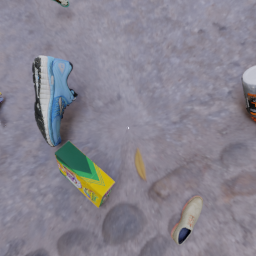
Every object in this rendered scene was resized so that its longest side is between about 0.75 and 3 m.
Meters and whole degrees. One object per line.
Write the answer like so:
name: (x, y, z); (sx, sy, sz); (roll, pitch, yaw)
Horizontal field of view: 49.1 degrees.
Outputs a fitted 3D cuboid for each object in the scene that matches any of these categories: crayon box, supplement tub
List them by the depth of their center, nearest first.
crayon box: (-1.122, 1.263, 7.234); (1.519, 1.761, 0.513); (41, 67, 10)
supplement tub: (3.769, -0.922, 7.868); (0.931, 1.520, 0.931); (-18, 39, 15)

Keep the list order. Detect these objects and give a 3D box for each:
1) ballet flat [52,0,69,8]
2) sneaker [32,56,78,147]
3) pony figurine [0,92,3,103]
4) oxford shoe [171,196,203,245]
ballet flat: (-2.186, -4.033, 8.660); (0.313, 0.889, 0.299); (31, 99, 50)
sneaker: (-1.822, -0.621, 7.396); (1.125, 2.501, 0.980); (-9, 32, -30)
pony figurine: (-4.129, -0.646, 8.175); (0.908, 1.053, 1.090); (2, 46, 20)
oxford shoe: (1.661, 2.489, 7.483); (0.494, 0.515, 1.395); (27, 89, -7)
